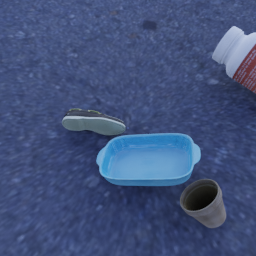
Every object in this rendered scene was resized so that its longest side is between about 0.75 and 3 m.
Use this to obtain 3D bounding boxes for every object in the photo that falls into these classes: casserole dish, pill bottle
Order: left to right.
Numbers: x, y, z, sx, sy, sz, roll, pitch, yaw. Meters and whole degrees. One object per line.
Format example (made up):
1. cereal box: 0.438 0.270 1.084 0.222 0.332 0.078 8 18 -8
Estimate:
1. casserole dish: 0.469 0.775 6.602 2.422 0.470 1.467 -4 40 15
2. pill bottle: 3.737 -1.753 7.875 2.515 1.411 1.411 38 64 15

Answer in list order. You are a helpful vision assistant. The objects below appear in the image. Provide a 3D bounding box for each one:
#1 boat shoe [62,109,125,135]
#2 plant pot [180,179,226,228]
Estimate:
1. boat shoe: -0.883 -0.210 7.518 1.682 0.600 0.507 7 45 1
2. plant pot: 1.701 1.701 6.041 0.909 0.789 0.909 -30 20 12
